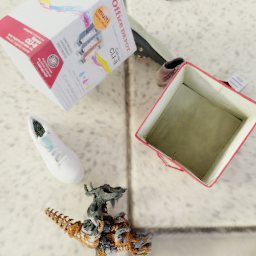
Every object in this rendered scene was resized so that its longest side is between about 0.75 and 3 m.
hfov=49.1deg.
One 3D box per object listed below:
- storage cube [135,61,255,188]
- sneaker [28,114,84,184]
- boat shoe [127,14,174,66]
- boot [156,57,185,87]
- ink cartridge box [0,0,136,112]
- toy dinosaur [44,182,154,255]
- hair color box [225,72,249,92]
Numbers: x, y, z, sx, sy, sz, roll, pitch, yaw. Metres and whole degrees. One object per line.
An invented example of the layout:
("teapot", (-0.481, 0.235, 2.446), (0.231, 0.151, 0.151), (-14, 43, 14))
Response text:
("storage cube", (1.700, 0.003, 7.150), (2.070, 2.177, 2.422), (35, 88, 11))
("sneaker", (-2.132, 0.574, 7.818), (0.875, 1.029, 2.326), (-39, 74, -15))
("boat shoe", (0.534, -2.717, 9.221), (2.516, 0.788, 0.920), (40, 29, 2))
("boot", (1.507, -1.774, 8.578), (1.502, 1.098, 0.528), (-29, 74, -18))
("ink cartridge box", (-1.654, -2.491, 7.904), (2.162, 2.172, 2.989), (35, 72, 32))
("toy dinosaur", (-0.708, 2.412, 7.071), (2.744, 1.402, 1.862), (14, 86, -17))
("hair color box", (3.149, -1.181, 8.832), (1.171, 0.354, 0.586), (-38, 74, -13))
